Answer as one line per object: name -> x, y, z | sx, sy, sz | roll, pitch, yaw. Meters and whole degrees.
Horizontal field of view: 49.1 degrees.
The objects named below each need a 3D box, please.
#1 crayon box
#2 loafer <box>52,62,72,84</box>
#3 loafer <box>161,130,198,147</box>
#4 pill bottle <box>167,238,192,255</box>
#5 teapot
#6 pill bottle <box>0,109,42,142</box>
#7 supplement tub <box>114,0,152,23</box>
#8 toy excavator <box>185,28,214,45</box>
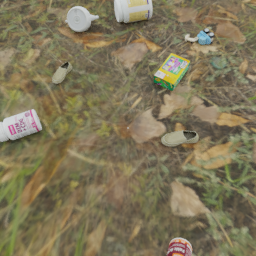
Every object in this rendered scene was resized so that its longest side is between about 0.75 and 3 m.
crayon box -> 1.899, -2.431, 12.072 | 0.944, 0.463, 1.590 | 29, 63, 16
loafer -> -2.880, -2.427, 12.099 | 0.461, 0.416, 1.219 | 23, 61, 13
loafer -> 1.940, 0.326, 10.387 | 1.412, 0.482, 0.534 | -8, 59, -5
pill bottle -> 0.942, 2.511, 5.278 | 0.462, 0.462, 0.810 | 19, 22, 11
teapot -> -2.298, -5.257, 13.552 | 1.247, 1.231, 0.911 | 40, 27, -3
pill bottle -> -4.076, -0.067, 10.413 | 1.502, 0.852, 0.852 | -21, 61, -12
supplement tub -> 0.249, -5.848, 13.709 | 1.669, 1.213, 1.213 | -12, 59, -8
toy excavator -> 3.360, -4.228, 13.193 | 1.051, 0.525, 1.022 | -33, 63, -8
